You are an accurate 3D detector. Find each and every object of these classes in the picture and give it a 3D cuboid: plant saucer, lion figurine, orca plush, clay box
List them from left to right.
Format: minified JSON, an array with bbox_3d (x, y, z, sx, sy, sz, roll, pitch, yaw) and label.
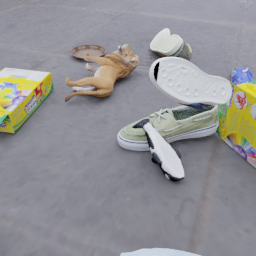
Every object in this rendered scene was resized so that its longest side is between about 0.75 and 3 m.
[{"bbox_3d":[-3.506,-0.793,8.016,1.638,0.679,2.852,8,38,10],"label":"clay box"},{"bbox_3d":[-1.589,-3.019,11.311,1.407,0.226,1.407,-1,38,0],"label":"plant saucer"},{"bbox_3d":[-0.767,-1.667,9.101,1.770,1.047,2.890,14,53,6],"label":"lion figurine"},{"bbox_3d":[0.608,0.577,6.279,1.590,0.565,0.837,48,38,10],"label":"orca plush"},{"bbox_3d":[3.072,0.133,6.071,0.656,1.584,2.757,-15,41,-20],"label":"clay box"}]

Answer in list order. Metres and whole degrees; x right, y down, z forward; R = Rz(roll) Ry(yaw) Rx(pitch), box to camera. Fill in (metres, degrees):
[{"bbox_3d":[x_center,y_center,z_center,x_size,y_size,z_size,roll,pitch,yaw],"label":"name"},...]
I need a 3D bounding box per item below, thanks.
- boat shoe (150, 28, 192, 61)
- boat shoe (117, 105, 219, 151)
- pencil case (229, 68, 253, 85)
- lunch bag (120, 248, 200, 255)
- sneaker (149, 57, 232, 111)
[{"bbox_3d":[1.638,-3.182,10.985,0.869,1.039,2.908,34,15,-23],"label":"boat shoe"},{"bbox_3d":[0.975,-0.131,6.935,2.579,0.800,0.928,-13,39,-5],"label":"boat shoe"},{"bbox_3d":[3.498,-1.172,8.433,0.716,0.797,1.835,15,40,2],"label":"pencil case"},{"bbox_3d":[0.785,2.651,2.377,2.897,1.842,2.456,18,29,7],"label":"lunch bag"},{"bbox_3d":[0.818,-0.730,4.877,1.665,0.671,1.219,9,1,-29],"label":"sneaker"}]
